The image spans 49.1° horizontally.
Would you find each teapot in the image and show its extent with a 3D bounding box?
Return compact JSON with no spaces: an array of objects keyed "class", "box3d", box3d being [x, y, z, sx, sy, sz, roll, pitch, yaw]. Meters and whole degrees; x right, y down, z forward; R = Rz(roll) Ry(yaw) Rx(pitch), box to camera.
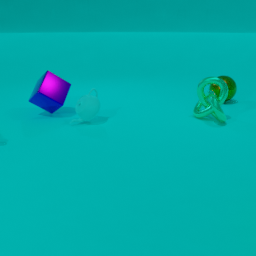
[{"class":"teapot","box3d":[-1.189,-0.563,7.805,0.587,1.198,0.745,30,-1,-39]}]

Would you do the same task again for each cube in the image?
[{"class":"cube","box3d":[-2.352,-1.065,8.447,0.823,0.823,0.823,30,-32,-28]}]

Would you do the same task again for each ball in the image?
[{"class":"ball","box3d":[3.332,-1.377,9.848,0.933,0.933,0.933,0,21,0]}]

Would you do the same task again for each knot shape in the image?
[{"class":"knot shape","box3d":[2.408,-0.678,7.986,0.618,1.337,1.251,-7,51,-23]}]
